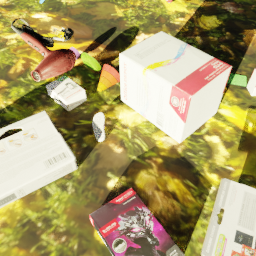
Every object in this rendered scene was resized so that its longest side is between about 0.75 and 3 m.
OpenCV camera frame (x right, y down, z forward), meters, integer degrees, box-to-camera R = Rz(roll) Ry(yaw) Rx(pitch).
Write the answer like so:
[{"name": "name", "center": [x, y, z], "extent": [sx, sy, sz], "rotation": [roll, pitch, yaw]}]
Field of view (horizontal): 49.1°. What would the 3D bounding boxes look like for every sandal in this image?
[{"name": "sandal", "center": [-0.987, -0.016, 9.685], "extent": [0.456, 0.275, 1.120], "rotation": [-9, 61, 12]}]

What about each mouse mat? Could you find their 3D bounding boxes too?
[{"name": "mouse mat", "center": [4.425, -1.989, 11.514], "extent": [0.895, 0.034, 0.720], "rotation": [13, 51, 9]}]

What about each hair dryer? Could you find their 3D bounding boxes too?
[{"name": "hair dryer", "center": [-2.392, -2.149, 7.978], "extent": [1.824, 0.650, 2.394], "rotation": [3, 49, -19]}]

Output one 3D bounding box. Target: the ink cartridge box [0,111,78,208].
[{"name": "ink cartridge box", "center": [-3.319, 0.884, 8.680], "extent": [2.746, 0.598, 2.383], "rotation": [-26, 54, -21]}]

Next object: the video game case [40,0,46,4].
[{"name": "video game case", "center": [-2.475, -4.583, 9.183], "extent": [1.091, 0.097, 0.780], "rotation": [-42, 26, 20]}]

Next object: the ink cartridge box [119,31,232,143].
[{"name": "ink cartridge box", "center": [1.455, -1.503, 9.656], "extent": [2.170, 2.180, 3.000], "rotation": [-36, 58, -27]}]

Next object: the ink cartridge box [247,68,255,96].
[{"name": "ink cartridge box", "center": [5.421, -1.787, 10.720], "extent": [1.323, 0.964, 0.548], "rotation": [-4, 50, -4]}]

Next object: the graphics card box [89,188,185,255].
[{"name": "graphics card box", "center": [0.161, 2.760, 7.085], "extent": [1.399, 0.567, 2.230], "rotation": [-27, 56, -22]}]

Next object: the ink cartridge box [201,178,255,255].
[{"name": "ink cartridge box", "center": [2.957, 2.655, 6.907], "extent": [1.998, 0.954, 2.276], "rotation": [20, 52, 16]}]

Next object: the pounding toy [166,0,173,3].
[{"name": "pounding toy", "center": [2.254, -7.925, 15.815], "extent": [2.387, 1.108, 1.842], "rotation": [44, 20, -8]}]

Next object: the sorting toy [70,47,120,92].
[{"name": "sorting toy", "center": [-1.602, -2.325, 11.427], "extent": [2.842, 0.985, 0.979], "rotation": [33, 80, 23]}]

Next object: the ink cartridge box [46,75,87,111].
[{"name": "ink cartridge box", "center": [-2.324, -1.336, 10.615], "extent": [1.265, 0.532, 0.921], "rotation": [37, 59, 27]}]
